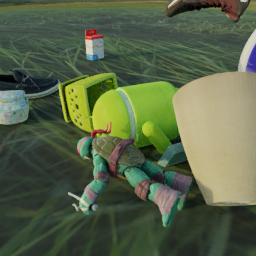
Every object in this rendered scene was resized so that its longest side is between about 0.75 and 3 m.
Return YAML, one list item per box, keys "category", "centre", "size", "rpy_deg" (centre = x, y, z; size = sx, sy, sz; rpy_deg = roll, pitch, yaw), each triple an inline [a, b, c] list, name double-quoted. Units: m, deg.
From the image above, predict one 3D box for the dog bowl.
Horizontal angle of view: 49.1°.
- category: "dog bowl"
  centre: [4.665, -1.948, 8.159]
  size: [2.741, 2.741, 1.079]
  rpy_deg: [-12, 36, -21]

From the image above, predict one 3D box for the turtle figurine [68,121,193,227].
- category: "turtle figurine"
  centre: [-0.162, 0.750, 4.871]
  size: [2.376, 1.196, 1.779]
  rpy_deg: [21, 34, 24]

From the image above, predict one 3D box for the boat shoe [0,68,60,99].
- category: "boat shoe"
  centre: [-3.605, -1.484, 9.239]
  size: [2.837, 0.883, 1.058]
  rpy_deg: [-10, 29, -30]

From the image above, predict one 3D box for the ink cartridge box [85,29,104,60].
- category: "ink cartridge box"
  centre: [-1.635, -4.110, 13.783]
  size: [0.467, 1.389, 0.807]
  rpy_deg: [20, 34, 33]

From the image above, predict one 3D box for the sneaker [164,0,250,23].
- category: "sneaker"
  centre: [2.631, -3.795, 8.600]
  size: [2.850, 1.646, 1.078]
  rpy_deg: [-26, 10, 23]

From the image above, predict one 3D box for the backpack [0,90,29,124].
- category: "backpack"
  centre: [-3.213, -0.569, 7.684]
  size: [0.942, 0.822, 1.072]
  rpy_deg: [-3, 35, -16]

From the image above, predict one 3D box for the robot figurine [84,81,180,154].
- category: "robot figurine"
  centre: [0.295, -0.286, 6.473]
  size: [2.448, 1.416, 2.148]
  rpy_deg: [-12, 30, -22]

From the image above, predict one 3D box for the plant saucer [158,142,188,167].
- category: "plant saucer"
  centre: [1.667, 0.382, 6.043]
  size: [2.116, 0.740, 0.201]
  rpy_deg: [-15, 61, -25]

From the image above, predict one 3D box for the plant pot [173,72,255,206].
- category: "plant pot"
  centre: [1.699, 0.315, 4.753]
  size: [1.768, 1.768, 1.888]
  rpy_deg: [0, 69, 0]

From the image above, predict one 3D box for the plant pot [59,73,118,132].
- category: "plant pot"
  centre: [-1.084, -0.759, 7.596]
  size: [1.173, 1.286, 1.292]
  rpy_deg: [11, 29, 34]
